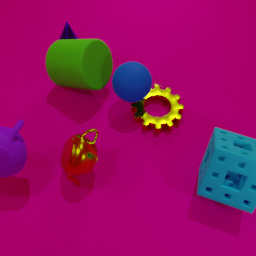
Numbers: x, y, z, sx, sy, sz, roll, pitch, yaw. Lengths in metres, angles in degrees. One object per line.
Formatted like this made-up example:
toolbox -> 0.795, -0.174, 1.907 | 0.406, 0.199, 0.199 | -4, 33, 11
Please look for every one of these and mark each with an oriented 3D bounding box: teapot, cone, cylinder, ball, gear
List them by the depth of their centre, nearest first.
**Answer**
teapot -> -2.900, 0.524, 6.377 | 1.206, 1.939, 0.949 | 35, 26, -20
teapot -> -1.146, 0.734, 6.791 | 0.816, 1.667, 1.036 | 17, 18, -29
ball -> 0.110, -1.249, 7.629 | 1.095, 1.095, 1.095 | 0, 60, 0
cylinder -> -1.374, -1.816, 8.000 | 1.376, 1.376, 1.376 | 11, 58, 33
gear -> 0.851, -0.573, 8.177 | 1.494, 0.276, 1.494 | 0, 60, 0
cone -> -1.919, -2.961, 9.000 | 0.973, 0.976, 0.973 | 3, 46, -3

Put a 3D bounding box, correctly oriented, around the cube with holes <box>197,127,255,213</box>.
cube with holes -> 2.416, 0.918, 6.472 | 1.232, 1.232, 1.232 | 18, 25, 10
